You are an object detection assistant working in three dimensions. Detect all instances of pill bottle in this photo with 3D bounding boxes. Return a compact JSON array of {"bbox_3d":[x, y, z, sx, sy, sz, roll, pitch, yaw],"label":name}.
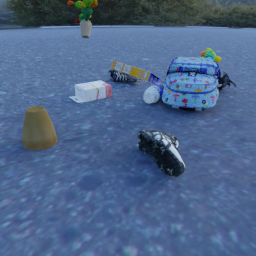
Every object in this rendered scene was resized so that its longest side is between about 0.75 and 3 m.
[{"bbox_3d":[1.151,-1.527,12.473,0.706,0.706,1.261,11,28,22],"label":"pill bottle"}]

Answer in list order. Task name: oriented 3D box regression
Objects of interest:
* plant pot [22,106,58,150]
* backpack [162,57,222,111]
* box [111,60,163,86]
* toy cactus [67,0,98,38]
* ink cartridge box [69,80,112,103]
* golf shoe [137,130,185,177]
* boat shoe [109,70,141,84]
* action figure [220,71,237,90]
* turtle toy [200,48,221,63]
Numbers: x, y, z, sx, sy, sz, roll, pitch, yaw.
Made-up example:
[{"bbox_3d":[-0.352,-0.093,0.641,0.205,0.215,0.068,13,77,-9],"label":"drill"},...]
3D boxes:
[{"bbox_3d":[-2.820,-0.068,8.802,1.087,1.167,1.087,1,24,0],"label":"plant pot"},{"bbox_3d":[2.672,-1.838,11.858,2.471,1.821,2.707,9,28,17],"label":"backpack"},{"bbox_3d":[0.311,-1.677,8.762,1.520,0.315,0.905,26,8,24],"label":"box"},{"bbox_3d":[-1.619,-4.134,10.270,0.974,1.571,1.904,1,-2,-29],"label":"toy cactus"},{"bbox_3d":[-1.761,-1.703,12.975,1.764,0.595,1.027,-17,30,-33],"label":"ink cartridge box"},{"bbox_3d":[1.111,0.552,7.850,1.036,0.853,2.193,-10,28,-21],"label":"golf shoe"},{"bbox_3d":[-0.223,-2.804,15.211,1.061,0.854,2.288,-17,21,-23],"label":"boat shoe"},{"bbox_3d":[4.056,-2.563,14.000,2.644,1.349,1.572,5,17,15],"label":"action figure"},{"bbox_3d":[3.866,-3.165,13.852,0.768,1.519,1.107,-9,45,-20],"label":"turtle toy"}]
